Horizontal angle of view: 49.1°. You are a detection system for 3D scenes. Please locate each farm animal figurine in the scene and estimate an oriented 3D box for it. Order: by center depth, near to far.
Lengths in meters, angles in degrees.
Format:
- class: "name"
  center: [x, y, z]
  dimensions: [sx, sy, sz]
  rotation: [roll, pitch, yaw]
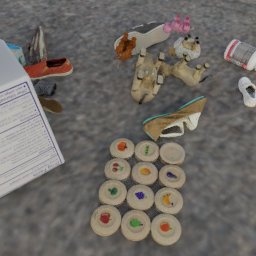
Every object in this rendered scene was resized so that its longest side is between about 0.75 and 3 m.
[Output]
- class: "farm animal figurine"
  center: [1.107, -2.158, 9.240]
  dimensions: [2.986, 1.501, 2.411]
  rotation: [-22, 72, -21]

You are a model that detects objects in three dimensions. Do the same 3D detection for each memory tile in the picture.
- class: "memory tile"
  center: [0.354, 1.402, 6.931]
  dimensions: [2.087, 0.229, 2.723]
  rotation: [8, 50, 6]

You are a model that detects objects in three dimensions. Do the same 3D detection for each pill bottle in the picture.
- class: "pill bottle"
  center: [4.159, -2.502, 9.825]
  dimensions: [1.367, 0.757, 0.757]
  rotation: [36, 59, 26]

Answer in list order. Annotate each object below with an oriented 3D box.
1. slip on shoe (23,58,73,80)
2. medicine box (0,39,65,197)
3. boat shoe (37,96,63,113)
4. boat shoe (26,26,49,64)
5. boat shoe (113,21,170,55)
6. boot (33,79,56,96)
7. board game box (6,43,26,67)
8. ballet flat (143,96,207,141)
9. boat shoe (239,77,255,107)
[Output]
- class: "slip on shoe"
  center: [-2.853, -2.071, 9.600]
  dimensions: [1.846, 0.565, 0.684]
  rotation: [-8, 52, -5]
- class: "medicine box"
  center: [-3.186, 0.144, 6.007]
  dimensions: [2.727, 2.994, 1.541]
  rotation: [-29, 55, -18]
- class: "boat shoe"
  center: [-2.403, -0.687, 8.202]
  dimensions: [0.340, 1.055, 0.376]
  rotation: [-1, 74, 41]
- class: "boat shoe"
  center: [-3.395, -3.097, 10.347]
  dimensions: [0.727, 0.739, 1.984]
  rotation: [-11, 50, -9]
- class: "boat shoe"
  center: [0.444, -3.435, 10.618]
  dimensions: [2.607, 0.872, 0.743]
  rotation: [-26, 42, -25]
- class: "boot"
  center: [-2.777, -1.142, 8.970]
  dimensions: [0.721, 0.382, 1.096]
  rotation: [14, 56, 5]
- class: "board game box"
  center: [-4.920, -1.982, 9.406]
  dimensions: [1.750, 0.763, 2.373]
  rotation: [19, 52, 14]
- class: "ballet flat"
  center: [1.478, -0.201, 8.036]
  dimensions: [2.136, 0.724, 0.773]
  rotation: [-23, 74, -17]
- class: "boat shoe"
  center: [3.900, -1.254, 8.992]
  dimensions: [0.453, 0.443, 1.278]
  rotation: [1, 50, 1]
